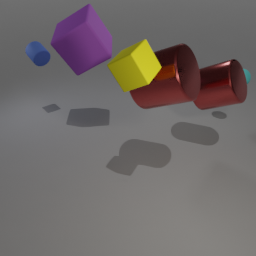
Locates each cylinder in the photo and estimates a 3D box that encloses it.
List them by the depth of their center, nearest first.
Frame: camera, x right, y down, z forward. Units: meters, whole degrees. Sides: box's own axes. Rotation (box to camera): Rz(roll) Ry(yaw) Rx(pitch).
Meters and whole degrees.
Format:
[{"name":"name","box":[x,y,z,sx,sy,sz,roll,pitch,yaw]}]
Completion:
[{"name":"cylinder","box":[0.921,-1.262,7.106,1.400,1.400,1.400,-8,21,36]},{"name":"cylinder","box":[2.950,-1.382,9.165,1.400,1.400,1.400,-10,18,42]},{"name":"cylinder","box":[-3.451,-2.845,10.741,0.700,0.700,0.700,-24,57,-35]}]

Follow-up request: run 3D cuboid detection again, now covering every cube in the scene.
[{"name":"cube","box":[0.139,-1.284,5.830,0.700,0.700,0.700,-13,30,41]},{"name":"cube","box":[-1.466,-2.887,9.219,1.400,1.400,1.400,-23,41,19]}]

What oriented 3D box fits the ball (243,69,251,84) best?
[{"name":"ball","box":[4.401,-1.958,10.902,0.700,0.700,0.700,0,30,0]}]
